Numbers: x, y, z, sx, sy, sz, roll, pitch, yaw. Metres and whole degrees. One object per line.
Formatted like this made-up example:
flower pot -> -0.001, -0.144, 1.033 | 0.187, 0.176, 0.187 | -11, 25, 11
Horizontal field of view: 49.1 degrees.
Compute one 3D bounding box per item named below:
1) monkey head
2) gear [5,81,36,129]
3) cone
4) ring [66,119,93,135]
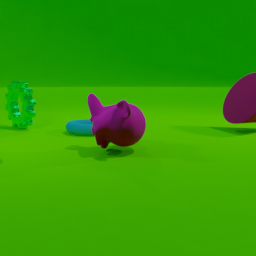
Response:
monkey head -> -0.233, -0.225, 5.768 | 1.081, 1.291, 1.794 | -21, -15, 4
gear -> -3.347, -0.716, 8.667 | 1.457, 1.457, 0.270 | 8, 12, 42
cone -> 4.024, -0.548, 8.347 | 1.634, 1.628, 1.628 | 25, 0, -20
ring -> -1.057, -0.039, 8.120 | 1.478, 0.296, 1.478 | 1, 8, 0
